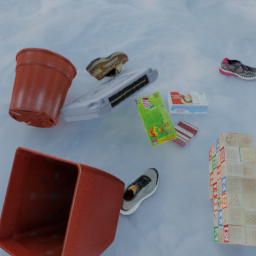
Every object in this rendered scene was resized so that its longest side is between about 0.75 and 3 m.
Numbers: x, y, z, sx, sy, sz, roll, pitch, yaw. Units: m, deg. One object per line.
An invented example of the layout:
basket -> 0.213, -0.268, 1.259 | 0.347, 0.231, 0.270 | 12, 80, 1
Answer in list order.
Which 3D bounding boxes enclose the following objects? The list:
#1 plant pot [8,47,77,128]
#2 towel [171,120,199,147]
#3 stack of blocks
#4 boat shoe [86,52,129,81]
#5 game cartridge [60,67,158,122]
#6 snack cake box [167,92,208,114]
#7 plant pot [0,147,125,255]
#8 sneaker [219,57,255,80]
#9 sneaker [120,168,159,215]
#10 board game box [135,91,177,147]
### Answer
plant pot -> -2.669, -1.094, 8.503 | 1.901, 1.901, 1.849 | 6, 69, 5
towel -> 1.667, 0.154, 8.608 | 0.671, 0.106, 0.931 | 33, 54, 27
stack of blocks -> 2.439, 1.461, 6.597 | 0.699, 1.374, 2.387 | 4, 68, 3
boat shoe -> -0.629, -2.127, 9.967 | 0.743, 0.761, 2.011 | 53, 45, 3
game cartridge -> -0.582, -1.050, 8.679 | 1.937, 0.588, 2.904 | 1, 30, 45
snack cake box -> 1.953, -0.837, 9.246 | 1.205, 0.405, 0.693 | 0, 49, -3
plant pot -> -1.198, 1.612, 5.755 | 1.999, 1.764, 2.001 | 8, 84, 39
sneaker -> 4.163, -2.191, 10.349 | 1.480, 0.553, 0.597 | 12, 48, 9
sneaker -> 0.301, 1.526, 7.079 | 0.544, 0.584, 1.472 | 27, 53, 29
board game box -> 0.778, -0.279, 7.959 | 0.749, 0.351, 1.474 | -20, 60, 2
